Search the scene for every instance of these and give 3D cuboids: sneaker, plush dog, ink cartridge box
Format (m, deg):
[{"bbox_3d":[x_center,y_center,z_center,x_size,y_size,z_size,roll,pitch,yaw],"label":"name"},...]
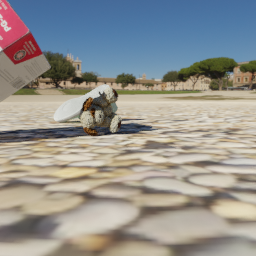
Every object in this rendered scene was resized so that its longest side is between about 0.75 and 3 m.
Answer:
[{"bbox_3d":[-1.298,-0.472,9.164,2.052,1.210,0.755,-25,49,3],"label":"sneaker"},{"bbox_3d":[-0.677,-0.321,5.884,0.800,0.997,0.857,9,26,35],"label":"plush dog"},{"bbox_3d":[-2.745,-1.036,4.992,2.341,0.976,1.700,-37,-2,-8],"label":"ink cartridge box"}]
